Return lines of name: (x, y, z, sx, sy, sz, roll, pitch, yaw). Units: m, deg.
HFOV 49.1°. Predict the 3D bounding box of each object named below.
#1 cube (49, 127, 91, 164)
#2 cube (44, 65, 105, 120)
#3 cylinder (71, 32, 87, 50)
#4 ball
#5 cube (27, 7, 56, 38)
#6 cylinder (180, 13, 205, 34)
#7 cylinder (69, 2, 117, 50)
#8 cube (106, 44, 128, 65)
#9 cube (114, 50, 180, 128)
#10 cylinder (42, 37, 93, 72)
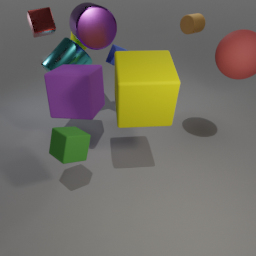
cube: (-1.459, 0.407, 6.994, 0.700, 0.700, 0.700, -3, 21, -45)
cube: (-1.624, -1.182, 8.907, 1.400, 1.400, 1.400, 3, 25, 11)
cylinder: (-1.949, -3.593, 11.277, 0.700, 0.700, 0.700, 7, 57, -10)
ball: (3.254, -2.116, 8.114, 1.400, 1.400, 1.400, 0, 31, 0)
cube: (-2.801, -3.408, 9.074, 0.700, 0.700, 0.700, -19, 12, -18)
cylinder: (2.482, -3.995, 10.740, 0.700, 0.700, 0.700, -24, 38, -36)
cylinder: (-1.242, -3.570, 9.767, 1.400, 1.400, 1.400, -10, 30, -16)
cube: (-0.272, -2.630, 10.553, 0.700, 0.700, 0.700, 31, 13, 31)
cube: (0.392, -0.985, 7.067, 1.400, 1.400, 1.400, -2, 46, -5)
cylinder: (-2.326, -2.479, 10.769, 1.400, 1.400, 1.400, -51, 47, -5)
